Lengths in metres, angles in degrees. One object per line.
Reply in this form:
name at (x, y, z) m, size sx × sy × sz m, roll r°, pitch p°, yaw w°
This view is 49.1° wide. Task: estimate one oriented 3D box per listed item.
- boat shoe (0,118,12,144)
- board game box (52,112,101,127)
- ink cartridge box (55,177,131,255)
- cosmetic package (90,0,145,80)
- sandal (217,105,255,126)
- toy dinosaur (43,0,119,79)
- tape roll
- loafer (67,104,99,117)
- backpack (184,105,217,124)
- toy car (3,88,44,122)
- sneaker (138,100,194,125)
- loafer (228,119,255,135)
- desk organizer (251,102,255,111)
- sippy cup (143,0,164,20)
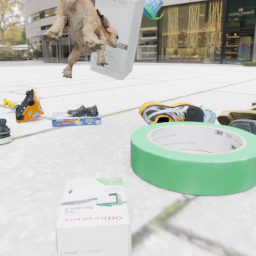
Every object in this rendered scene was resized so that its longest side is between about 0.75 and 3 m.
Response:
boat shoe at (-4.268, -0.171, 8.471) m, size 0.929 × 0.824 × 2.486 m, roll -12°, pitch 20°, yaw -37°
board game box at (-1.865, -0.356, 10.133) m, size 1.675 × 0.289 × 1.134 m, roll -3°, pitch 16°, yaw -11°
ink cartridge box at (-0.472, 1.232, 3.981) m, size 0.935 × 0.540 × 1.280 m, roll -2°, pitch 16°, yaw -6°
cosmetic package at (-0.357, -2.757, 8.304) m, size 1.213 × 2.386 × 0.883 m, roll 20°, pitch 39°, yaw 14°
sandal at (3.751, -0.400, 8.047) m, size 0.917 × 1.022 × 2.787 m, roll -47°, pitch 18°, yaw -10°
toy dinosaur at (-0.990, -2.349, 6.116) m, size 1.206 × 1.905 × 2.810 m, roll 0°, pitch -19°, yaw 6°
tape roll at (1.477, 0.518, 6.285) m, size 2.871 × 0.690 × 2.871 m, roll 0°, pitch 16°, yaw 0°
loafer at (-1.590, -0.634, 9.818) m, size 1.111 × 0.402 × 0.404 m, roll -1°, pitch 17°, yaw 0°
backpack at (2.183, -0.213, 8.565) m, size 0.976 × 1.036 × 1.270 m, roll 13°, pitch 12°, yaw 13°
toy car at (-3.957, -0.998, 10.909) m, size 0.893 × 1.317 × 2.684 m, roll 28°, pitch 2°, yaw -39°
sneaker at (1.474, -0.316, 9.283) m, size 2.280 × 0.892 × 0.881 m, roll -1°, pitch 43°, yaw -22°
loafer at (3.725, 0.289, 6.582) m, size 0.925 × 1.055 × 2.937 m, roll -4°, pitch 13°, yaw -27°
desk organizer at (5.727, -0.814, 11.315) m, size 1.565 × 0.561 × 0.603 m, roll -9°, pitch 16°, yaw -29°
sippy cup at (0.826, -4.132, 9.454) m, size 0.854 × 0.626 × 0.671 m, roll 40°, pitch 7°, yaw -38°
